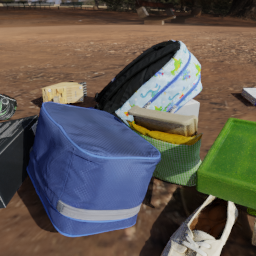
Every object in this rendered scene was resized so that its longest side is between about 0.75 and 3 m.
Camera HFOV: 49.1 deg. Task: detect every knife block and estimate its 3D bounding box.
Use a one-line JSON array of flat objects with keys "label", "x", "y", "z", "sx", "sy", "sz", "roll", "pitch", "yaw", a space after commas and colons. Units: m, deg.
[{"label": "knife block", "x": -2.617, "y": -1.502, "z": 11.514, "sx": 2.091, "sy": 0.669, "sz": 1.835, "roll": -10, "pitch": 19, "yaw": -28}]

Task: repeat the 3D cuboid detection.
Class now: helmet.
[{"label": "helmet", "x": -4.384, "y": -0.704, "z": 9.697, "sx": 0.931, "sy": 0.887, "sz": 0.931, "roll": 24, "pitch": 3, "yaw": -1}]

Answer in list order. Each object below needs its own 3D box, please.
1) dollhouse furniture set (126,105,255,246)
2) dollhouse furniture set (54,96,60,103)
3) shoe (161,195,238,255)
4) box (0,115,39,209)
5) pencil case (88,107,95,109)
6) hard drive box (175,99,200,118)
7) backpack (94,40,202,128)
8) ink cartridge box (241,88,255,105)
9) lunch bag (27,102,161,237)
[{"label": "dollhouse furniture set", "x": 1.095, "y": 0.866, "z": 5.400, "sx": 2.997, "sy": 1.963, "sz": 1.504, "roll": 13, "pitch": 44, "yaw": 31}, {"label": "dollhouse furniture set", "x": -2.506, "y": -0.947, "z": 10.423, "sx": 0.443, "sy": 0.705, "sz": 0.797, "roll": -5, "pitch": 25, "yaw": -12}, {"label": "shoe", "x": 1.229, "y": 1.740, "z": 4.704, "sx": 0.830, "sy": 0.634, "sz": 2.375, "roll": 17, "pitch": 30, "yaw": 32}, {"label": "box", "x": -3.075, "y": 0.715, "z": 6.191, "sx": 1.747, "sy": 0.976, "sz": 2.475, "roll": -8, "pitch": 24, "yaw": 9}, {"label": "pencil case", "x": -1.107, "y": -0.110, "z": 8.683, "sx": 0.624, "sy": 0.694, "sz": 1.598, "roll": -38, "pitch": 24, "yaw": 10}, {"label": "hard drive box", "x": 1.394, "y": -0.665, "z": 9.851, "sx": 1.736, "sy": 0.667, "sz": 1.353, "roll": -13, "pitch": 28, "yaw": -25}, {"label": "backpack", "x": 0.653, "y": -1.185, "z": 8.025, "sx": 2.233, "sy": 2.905, "sz": 2.370, "roll": 31, "pitch": 15, "yaw": -18}, {"label": "ink cartridge box", "x": 5.836, "y": -1.220, "z": 11.419, "sx": 1.766, "sy": 0.359, "sz": 1.769, "roll": -1, "pitch": 25, "yaw": -1}, {"label": "lunch bag", "x": -0.874, "y": 0.723, "z": 5.510, "sx": 1.815, "sy": 1.768, "sz": 2.672, "roll": 8, "pitch": 19, "yaw": -35}]
